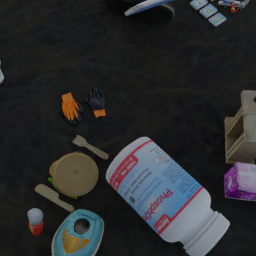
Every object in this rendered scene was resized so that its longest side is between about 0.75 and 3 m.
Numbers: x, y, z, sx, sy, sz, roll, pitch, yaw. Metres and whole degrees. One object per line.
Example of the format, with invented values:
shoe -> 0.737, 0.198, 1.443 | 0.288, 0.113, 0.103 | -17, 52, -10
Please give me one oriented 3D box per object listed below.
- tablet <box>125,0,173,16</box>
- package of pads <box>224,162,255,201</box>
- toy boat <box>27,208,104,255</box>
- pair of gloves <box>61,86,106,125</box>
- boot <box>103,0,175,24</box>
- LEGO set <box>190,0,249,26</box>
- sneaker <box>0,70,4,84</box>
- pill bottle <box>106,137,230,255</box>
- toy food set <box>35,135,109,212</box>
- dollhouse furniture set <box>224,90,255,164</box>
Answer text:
tablet -> 1.231, -3.815, 8.183 | 2.503, 1.629, 0.171 | -23, 109, -10
package of pads -> 3.376, 1.381, 6.752 | 1.858, 1.120, 0.703 | 7, 62, 3
toy boat -> -1.446, 2.323, 6.261 | 1.722, 0.800, 1.448 | 15, 40, 7
pair of gloves -> -1.324, -0.695, 8.384 | 1.294, 0.160, 1.153 | -14, 63, -8
boot -> 0.638, -4.881, 10.149 | 2.630, 0.962, 1.980 | 17, 64, 15
LEGO set -> 3.442, -4.675, 10.319 | 1.852, 0.455, 1.384 | -34, 71, -16
sneaker -> -4.365, -2.066, 8.794 | 0.597, 0.688, 1.554 | -26, 65, -13
pill bottle -> 0.881, 1.576, 6.450 | 1.472, 1.472, 2.706 | -41, 69, -19
toy food set -> -1.401, 1.198, 7.337 | 1.268, 0.369, 1.837 | 31, 61, 7
dollhouse furniture set -> 3.774, 0.114, 7.204 | 2.099, 1.480, 1.471 | 6, 63, 3
